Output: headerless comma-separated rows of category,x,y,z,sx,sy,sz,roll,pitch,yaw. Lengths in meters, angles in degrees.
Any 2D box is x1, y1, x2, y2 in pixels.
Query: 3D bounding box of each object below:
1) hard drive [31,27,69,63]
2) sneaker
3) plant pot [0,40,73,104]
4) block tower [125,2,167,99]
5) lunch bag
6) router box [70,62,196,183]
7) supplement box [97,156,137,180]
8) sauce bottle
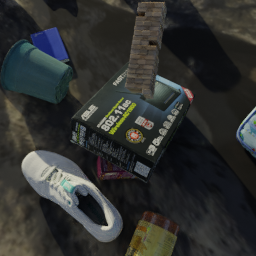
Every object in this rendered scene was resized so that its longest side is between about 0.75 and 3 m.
hard drive,-2.417,-2.477,8.632,0.855,0.164,1.297,-20,68,-9
sneaker,-1.309,1.353,6.329,2.930,1.296,1.102,34,72,14
plant pot,-2.361,-1.421,7.571,1.423,1.453,1.453,23,68,1
block tower,0.376,-1.616,5.771,0.560,0.523,1.936,7,87,15
lunch bag,4.096,0.268,6.659,2.479,1.022,1.992,42,99,19
router box,0.209,-0.307,6.854,2.045,0.848,2.729,27,49,12
supplement box,-0.205,0.907,6.785,1.023,0.670,0.528,-1,66,-14
sauce bottle,0.196,3.176,5.717,0.937,0.937,2.839,22,66,9
